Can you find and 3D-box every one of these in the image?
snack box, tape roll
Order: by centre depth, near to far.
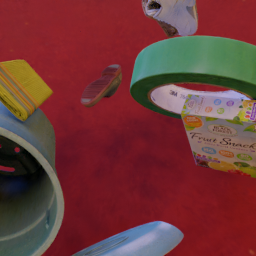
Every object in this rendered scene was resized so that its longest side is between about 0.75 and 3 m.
[{"bbox_3d":[1.514,-0.808,5.752,2.903,2.903,0.698,9,78,3],"label":"tape roll"},{"bbox_3d":[2.048,0.233,5.773,1.515,2.131,0.564,9,59,28],"label":"snack box"}]

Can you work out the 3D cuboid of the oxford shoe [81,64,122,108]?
[{"bbox_3d":[-0.515,-0.865,6.424,0.538,0.571,1.528,10,44,30],"label":"oxford shoe"}]

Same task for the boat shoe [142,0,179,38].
[{"bbox_3d":[0.754,-3.168,7.305,0.768,2.380,0.848,-19,54,34],"label":"boat shoe"}]

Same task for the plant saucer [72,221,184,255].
[{"bbox_3d":[-0.343,2.253,4.980,2.727,2.727,0.374,-21,76,-7],"label":"plant saucer"}]

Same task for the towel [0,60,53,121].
[{"bbox_3d":[-2.175,-0.873,5.752,0.230,2.545,1.095,-37,106,6],"label":"towel"}]

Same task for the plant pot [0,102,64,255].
[{"bbox_3d":[-2.597,0.727,5.399,2.824,2.766,2.824,-3,110,-8],"label":"plant pot"}]

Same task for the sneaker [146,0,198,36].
[{"bbox_3d":[0.933,-2.600,6.020,1.051,2.114,0.824,-8,79,15],"label":"sneaker"}]
